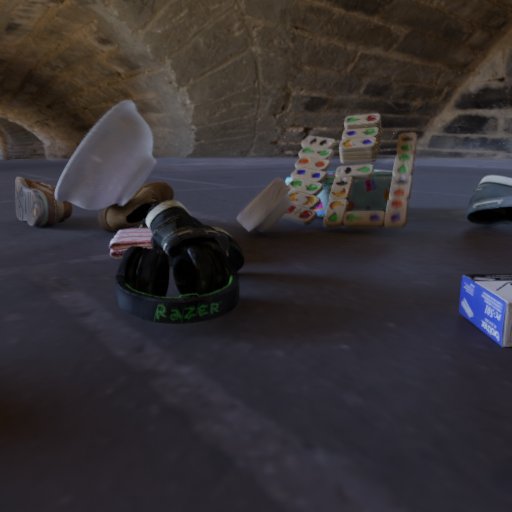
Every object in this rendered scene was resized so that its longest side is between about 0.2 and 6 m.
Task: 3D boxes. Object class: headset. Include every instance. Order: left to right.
[{"bbox_3d":[-0.967,0.078,6.439,1.333,1.014,2.159,-3,18,-18],"label":"headset"}]

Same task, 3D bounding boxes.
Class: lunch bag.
[{"bbox_3d":[2.173,-1.610,14.050,2.812,1.084,2.255,-7,14,-28],"label":"lunch bag"}]

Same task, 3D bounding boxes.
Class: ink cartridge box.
[{"bbox_3d":[3.318,0.516,5.691,2.148,0.475,1.010,0,13,-3],"label":"ink cartridge box"}]

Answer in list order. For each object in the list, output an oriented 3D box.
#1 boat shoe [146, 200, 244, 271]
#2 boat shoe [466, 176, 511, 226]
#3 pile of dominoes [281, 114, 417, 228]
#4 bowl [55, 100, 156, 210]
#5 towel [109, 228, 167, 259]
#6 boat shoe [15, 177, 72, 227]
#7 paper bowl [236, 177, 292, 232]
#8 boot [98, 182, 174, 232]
[{"bbox_3d":[-0.676,-0.057,7.235,0.632,0.671,1.870,50,9,31],"label":"boat shoe"},{"bbox_3d":[5.692,-0.746,11.091,1.016,1.198,3.289,-49,38,-11],"label":"boat shoe"},{"bbox_3d":[2.008,-1.946,12.285,2.755,0.563,3.535,0,43,21],"label":"pile of dominoes"},{"bbox_3d":[-2.687,-1.709,10.765,1.064,2.368,2.368,37,9,-8],"label":"bowl"},{"bbox_3d":[-1.603,-0.233,9.634,1.636,0.334,2.235,-1,9,-9],"label":"towel"},{"bbox_3d":[-4.892,-1.212,12.805,0.933,0.985,2.600,-4,22,-34],"label":"boat shoe"},{"bbox_3d":[0.228,-0.938,11.048,0.620,1.193,1.193,44,15,-2],"label":"paper bowl"},{"bbox_3d":[-2.288,-1.040,11.896,0.826,0.806,2.190,-1,22,30],"label":"boot"}]
